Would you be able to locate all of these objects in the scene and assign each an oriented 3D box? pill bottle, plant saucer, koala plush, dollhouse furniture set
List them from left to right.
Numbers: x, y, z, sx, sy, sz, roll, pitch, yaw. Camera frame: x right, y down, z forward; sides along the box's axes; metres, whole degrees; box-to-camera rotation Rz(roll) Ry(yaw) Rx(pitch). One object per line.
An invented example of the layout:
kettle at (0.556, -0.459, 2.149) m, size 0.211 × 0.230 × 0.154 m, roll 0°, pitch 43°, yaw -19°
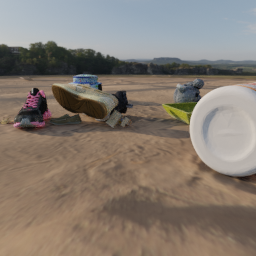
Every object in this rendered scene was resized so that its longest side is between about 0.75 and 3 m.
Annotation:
dollhouse furniture set at (-0.216, -0.125, 9.130) m, size 0.734 × 0.507 × 0.778 m, roll 35°, pitch -2°, yaw 28°
koala plush at (2.474, -1.286, 11.858) m, size 1.433 × 1.383 × 1.559 m, roll -7°, pitch 9°, yaw 25°
plant saucer at (2.561, -0.532, 10.121) m, size 2.085 × 0.499 × 2.082 m, roll -3°, pitch 14°, yaw -16°
pill bottle at (2.754, -0.136, 5.939) m, size 1.659 × 1.659 × 2.957 m, roll 12°, pitch 17°, yaw 43°

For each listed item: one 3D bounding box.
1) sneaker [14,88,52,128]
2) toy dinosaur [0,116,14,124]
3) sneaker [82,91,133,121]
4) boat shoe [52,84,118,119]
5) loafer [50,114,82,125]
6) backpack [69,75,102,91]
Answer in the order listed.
sneaker at (-3.217, -0.723, 9.442) m, size 1.005 × 1.213 × 2.544 m, roll 0°, pitch 15°, yaw -8°
toy dinosaur at (-4.157, -0.234, 9.635) m, size 0.813 × 0.237 × 0.411 m, roll -6°, pitch 28°, yaw 6°
sneaker at (-0.925, -0.999, 10.827) m, size 1.546 × 1.025 × 2.717 m, roll -12°, pitch 24°, yaw -29°
boat shoe at (-1.501, -1.027, 9.411) m, size 2.600 × 0.938 × 0.844 m, roll 19°, pitch 43°, yaw 33°
loafer at (-2.104, -0.317, 9.496) m, size 1.052 × 0.367 × 0.396 m, roll -4°, pitch 14°, yaw -17°
backpack at (-2.441, -2.204, 15.311) m, size 1.901 × 1.397 × 1.740 m, roll -7°, pitch 11°, yaw -13°
